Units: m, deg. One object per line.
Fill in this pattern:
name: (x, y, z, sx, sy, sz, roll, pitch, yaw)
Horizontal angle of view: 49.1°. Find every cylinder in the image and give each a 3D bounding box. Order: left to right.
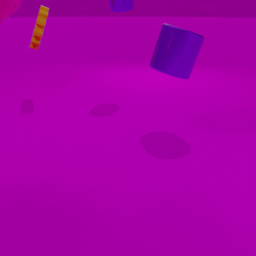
cylinder: (-0.245, -4.532, 9.567, 0.859, 0.859, 0.859, -4, 41, 3)
cylinder: (1.239, -1.953, 7.200, 1.116, 1.116, 1.116, 16, 19, -6)

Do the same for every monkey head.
monkey head: (-2.313, -2.038, 4.333, 1.596, 0.962, 1.148, -25, 33, 28)

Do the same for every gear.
gear: (-3.128, -3.512, 9.847, 0.273, 1.478, 1.478, 15, 17, -23)
